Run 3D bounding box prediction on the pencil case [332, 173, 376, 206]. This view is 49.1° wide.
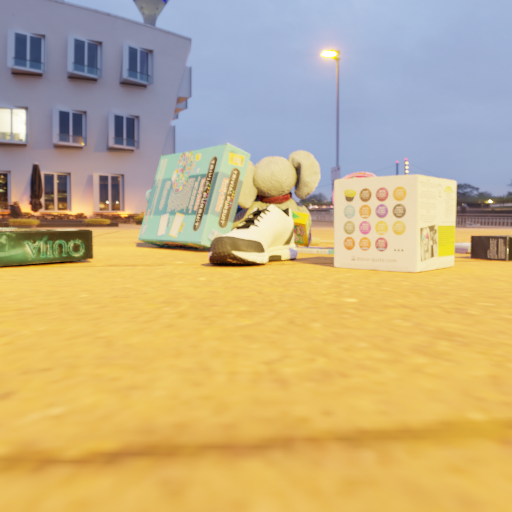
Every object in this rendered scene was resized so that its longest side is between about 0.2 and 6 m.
[{"bbox_3d":[2.268,-0.916,11.742,1.073,1.073,2.454,1,-11,16],"label":"pencil case"}]

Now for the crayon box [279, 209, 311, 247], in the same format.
[{"bbox_3d":[0.720,-0.601,11.833,0.830,0.280,0.962,11,-26,15],"label":"crayon box"}]

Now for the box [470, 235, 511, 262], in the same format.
[{"bbox_3d":[4.306,-0.148,9.838,0.743,0.444,0.756,-2,4,-31],"label":"box"}]

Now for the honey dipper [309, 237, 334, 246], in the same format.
[{"bbox_3d":[1.935,-0.393,15.489,1.283,0.244,0.244,0,3,-38],"label":"honey dipper"}]

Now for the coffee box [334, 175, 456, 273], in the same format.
[{"bbox_3d":[2.034,-0.481,8.195,1.326,1.313,1.328,3,5,41],"label":"coffee box"}]

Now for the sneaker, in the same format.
[{"bbox_3d":[-0.053,-0.346,9.056,0.896,0.972,2.430,2,6,24],"label":"sneaker"}]

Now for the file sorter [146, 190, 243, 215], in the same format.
[{"bbox_3d":[-1.407,-1.524,15.359,2.702,1.658,1.875,-23,-9,32],"label":"file sorter"}]

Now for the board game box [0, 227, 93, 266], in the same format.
[{"bbox_3d":[-4.981,-0.122,8.505,2.732,0.569,4.039,3,5,42],"label":"board game box"}]

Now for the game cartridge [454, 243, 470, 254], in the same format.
[{"bbox_3d":[4.738,-0.157,11.837,1.227,0.248,0.818,-1,0,-18],"label":"game cartridge"}]

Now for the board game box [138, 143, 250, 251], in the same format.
[{"bbox_3d":[-1.534,-1.307,13.156,0.702,2.260,2.994,19,-9,-37],"label":"board game box"}]

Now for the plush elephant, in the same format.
[{"bbox_3d":[0.291,-1.401,13.987,2.550,2.397,3.096,-1,4,-20],"label":"plush elephant"}]

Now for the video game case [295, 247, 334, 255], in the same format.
[{"bbox_3d":[1.352,-0.114,11.985,1.218,0.108,0.872,3,4,44],"label":"video game case"}]
